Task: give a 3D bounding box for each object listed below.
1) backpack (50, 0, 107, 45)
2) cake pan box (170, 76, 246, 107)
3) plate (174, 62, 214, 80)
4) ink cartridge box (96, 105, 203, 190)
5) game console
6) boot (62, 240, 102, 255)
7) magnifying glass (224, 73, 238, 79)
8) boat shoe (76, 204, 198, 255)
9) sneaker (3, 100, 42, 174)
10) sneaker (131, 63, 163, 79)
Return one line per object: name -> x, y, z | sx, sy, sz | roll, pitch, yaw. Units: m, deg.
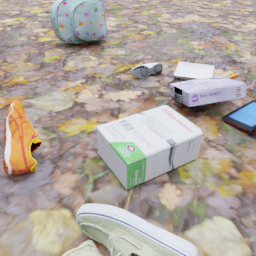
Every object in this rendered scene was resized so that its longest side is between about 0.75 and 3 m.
backpack -> -2.674, -5.951, 15.428 | 2.952, 2.595, 2.263 | -16, 33, -18
cake pan box -> 2.769, -1.380, 10.174 | 2.188, 0.572, 2.015 | -10, 17, -8
plate -> 2.968, -2.483, 12.558 | 1.637, 0.265, 1.641 | 11, 37, 14
ink cartridge box -> 0.571, 0.422, 7.800 | 2.404, 1.010, 1.754 | -18, 39, -24
game console -> 4.455, -0.679, 9.221 | 1.985, 1.710, 1.178 | -26, 69, -27
boot -> -0.868, 2.616, 5.296 | 0.922, 0.332, 0.713 | -22, 40, -35
magnifying glass -> 4.297, -2.158, 12.206 | 1.401, 0.157, 0.558 | -21, 40, -28
boat shoe -> 0.049, 2.223, 5.389 | 2.561, 0.922, 0.794 | 15, 41, 17
sneaker -> -3.059, 0.243, 8.093 | 1.003, 0.949, 2.600 | 1, 51, -25
sneaker -> 0.775, -2.596, 12.580 | 1.610, 0.600, 0.701 | -14, 26, -30
